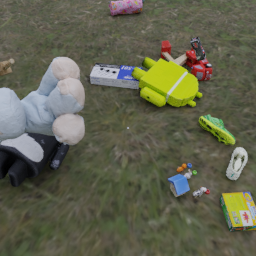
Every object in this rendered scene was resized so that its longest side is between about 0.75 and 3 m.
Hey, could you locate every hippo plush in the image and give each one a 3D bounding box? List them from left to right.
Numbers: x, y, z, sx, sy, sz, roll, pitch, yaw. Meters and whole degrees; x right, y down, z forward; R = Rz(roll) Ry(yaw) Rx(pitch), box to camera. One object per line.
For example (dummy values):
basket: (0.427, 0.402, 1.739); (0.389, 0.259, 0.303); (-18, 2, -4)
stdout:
hippo plush: (-1.999, -0.508, 5.695); (1.851, 2.302, 1.834); (-2, 88, -22)

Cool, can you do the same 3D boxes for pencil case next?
pencil case: (-0.121, -6.535, 15.081); (1.790, 0.783, 0.783); (-10, 48, -6)

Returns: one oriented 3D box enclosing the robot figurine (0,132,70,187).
robot figurine: (-2.877, 0.482, 8.157); (1.500, 1.806, 2.404); (-15, 37, 39)

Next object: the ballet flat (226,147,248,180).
ballet flat: (3.320, 0.990, 8.374); (0.479, 0.479, 1.334); (21, 50, 18)

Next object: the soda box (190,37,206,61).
soda box: (2.451, -2.746, 9.771); (0.285, 0.806, 0.255); (-10, 39, 34)

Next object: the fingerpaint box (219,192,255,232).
fingerpaint box: (2.930, 2.182, 7.331); (0.774, 0.340, 0.928); (-4, 48, -3)

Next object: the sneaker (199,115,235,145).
sneaker: (2.999, -0.015, 9.229); (0.597, 0.529, 1.429); (-30, 54, -20)

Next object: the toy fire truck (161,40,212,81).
toy fire truck: (2.390, -2.858, 11.813); (1.674, 0.579, 2.374); (-6, 48, -5)

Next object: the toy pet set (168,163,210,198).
toy pet set: (1.652, 1.421, 7.867); (1.031, 0.587, 1.105); (-18, 50, -16)

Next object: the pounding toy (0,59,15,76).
pounding toy: (-3.721, -1.671, 6.821); (1.830, 0.953, 2.083); (-20, 10, 16)

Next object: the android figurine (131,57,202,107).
android figurine: (1.517, -1.710, 10.598); (2.668, 0.548, 2.428); (31, 52, 11)

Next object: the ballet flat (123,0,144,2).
ballet flat: (0.187, -7.232, 15.807); (0.703, 0.703, 1.893); (34, 56, 27)

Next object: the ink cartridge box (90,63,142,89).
ink cartridge box: (-0.452, -2.101, 11.214); (1.952, 0.432, 0.918); (8, 49, 7)
